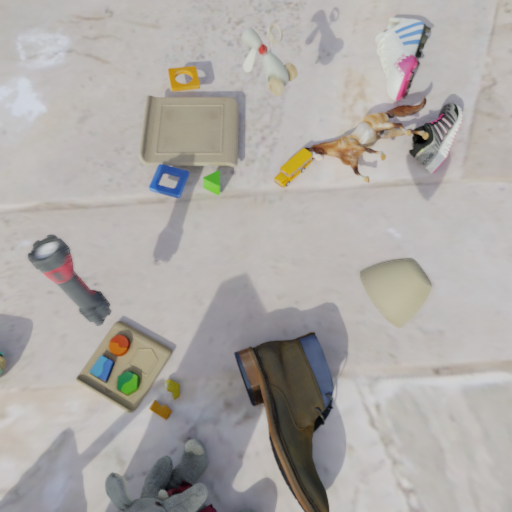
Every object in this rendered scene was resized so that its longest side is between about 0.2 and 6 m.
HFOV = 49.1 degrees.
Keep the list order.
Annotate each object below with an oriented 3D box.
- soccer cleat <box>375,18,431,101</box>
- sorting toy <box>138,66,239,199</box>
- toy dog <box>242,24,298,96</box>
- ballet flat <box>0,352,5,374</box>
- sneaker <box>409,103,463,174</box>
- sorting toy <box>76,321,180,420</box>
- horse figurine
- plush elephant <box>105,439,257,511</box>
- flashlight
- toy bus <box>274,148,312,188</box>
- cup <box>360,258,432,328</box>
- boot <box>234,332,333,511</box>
[{"bbox_3d":[3.389,-4.847,13.715,1.221,0.988,2.828,20,55,8],"label":"soccer cleat"},{"bbox_3d":[-1.492,-2.800,12.820,2.163,0.523,3.842,2,61,-4],"label":"sorting toy"},{"bbox_3d":[0.196,-3.744,10.935,0.894,0.653,1.356,-25,96,-27],"label":"toy dog"},{"bbox_3d":[-5.700,1.969,9.979,2.312,0.817,0.817,6,61,1],"label":"ballet flat"},{"bbox_3d":[3.998,-2.805,12.607,0.849,0.716,1.941,29,68,-5],"label":"sneaker"},{"bbox_3d":[-2.161,2.105,10.183,1.852,0.248,1.380,26,64,14],"label":"sorting toy"},{"bbox_3d":[2.579,-2.615,12.458,2.675,0.668,1.773,-39,41,-11],"label":"horse figurine"},{"bbox_3d":[-1.269,3.892,8.269,2.355,1.823,1.940,-31,65,-16],"label":"plush elephant"},{"bbox_3d":[-2.929,0.404,8.995,0.586,1.724,0.584,21,63,33],"label":"flashlight"},{"bbox_3d":[0.815,-1.937,12.383,0.313,0.377,0.963,40,69,20],"label":"toy bus"},{"bbox_3d":[2.009,0.418,7.791,0.691,0.967,0.967,-37,60,22],"label":"cup"},{"bbox_3d":[0.862,2.703,9.327,1.530,1.180,3.157,-21,61,-9],"label":"boot"}]
